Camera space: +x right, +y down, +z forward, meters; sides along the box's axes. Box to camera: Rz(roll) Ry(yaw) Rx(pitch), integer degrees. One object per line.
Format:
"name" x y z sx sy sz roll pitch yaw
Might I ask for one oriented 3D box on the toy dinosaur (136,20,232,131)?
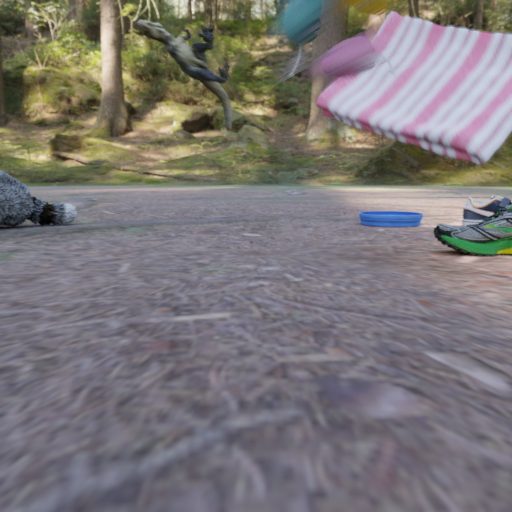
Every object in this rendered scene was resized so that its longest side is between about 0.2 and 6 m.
"toy dinosaur" -1.019 -3.557 10.451 1.146 2.601 0.617 -10 38 55

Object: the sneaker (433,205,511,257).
"sneaker" 3.481 -0.386 8.199 1.745 0.744 0.681 0 9 3

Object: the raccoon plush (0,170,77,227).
"raccoon plush" -5.015 -1.093 11.462 2.630 1.272 1.762 -3 14 -20

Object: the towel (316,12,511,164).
"towel" 2.105 -2.091 6.681 2.399 1.756 0.359 30 -15 38

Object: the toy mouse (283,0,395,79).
"toy mouse" 0.529 -1.698 4.257 1.036 1.166 0.226 -34 -2 41

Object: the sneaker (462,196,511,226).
"sneaker" 5.339 -0.923 11.959 1.759 0.698 0.690 5 9 24

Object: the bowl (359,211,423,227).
"bowl" 3.048 -0.837 12.706 1.413 0.277 1.413 0 9 0
